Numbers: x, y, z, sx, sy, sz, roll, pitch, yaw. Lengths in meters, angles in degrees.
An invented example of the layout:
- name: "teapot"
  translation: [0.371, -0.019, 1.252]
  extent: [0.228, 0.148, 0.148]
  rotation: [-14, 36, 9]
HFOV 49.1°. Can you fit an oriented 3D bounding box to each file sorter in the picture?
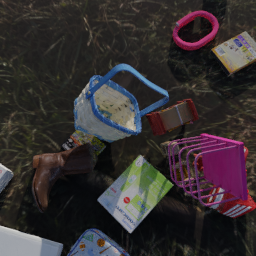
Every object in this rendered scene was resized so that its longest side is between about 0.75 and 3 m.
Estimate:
- name: "file sorter"
  translation: [2.365, 1.234, 8.899]
  extent: [1.507, 2.402, 1.669]
  rotation: [-9, 97, -11]

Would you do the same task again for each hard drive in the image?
- name: "hard drive"
  translation: [-3.777, 4.492, 9.348]
  extent: [2.852, 0.375, 1.881]
  rotation: [10, 71, 14]

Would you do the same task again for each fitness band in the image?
- name: "fitness band"
  translation: [3.079, -4.451, 12.739]
  extent: [2.190, 0.410, 1.573]
  rotation: [-36, 75, -11]

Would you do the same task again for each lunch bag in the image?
- name: "lunch bag"
  translation: [-1.023, 4.528, 9.385]
  extent: [2.137, 0.808, 1.713]
  rotation: [34, 77, 10]

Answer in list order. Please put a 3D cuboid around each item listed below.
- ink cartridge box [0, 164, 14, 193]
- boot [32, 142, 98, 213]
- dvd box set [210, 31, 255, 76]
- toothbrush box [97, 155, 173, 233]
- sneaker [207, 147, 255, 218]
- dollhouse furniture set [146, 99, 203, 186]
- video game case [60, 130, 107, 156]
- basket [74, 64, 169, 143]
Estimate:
- name: "ink cartridge box"
  translation: [-5.387, 1.711, 10.384]
  extent: [1.737, 0.760, 1.262]
  rotation: [31, 73, 9]
- name: "boot"
  translation: [-2.227, 1.763, 10.272]
  extent: [2.403, 0.772, 2.239]
  rotation: [-11, 71, 0]
- name: "dvd box set"
  translation: [4.836, -3.305, 12.398]
  extent: [1.946, 0.286, 1.424]
  rotation: [-30, 73, -10]
- name: "toothbrush box"
  translation: [0.267, 2.362, 10.054]
  extent: [1.608, 0.951, 2.209]
  rotation: [43, 77, 14]
- name: "sneaker"
  translation: [4.091, 2.052, 10.286]
  extent: [1.499, 1.017, 2.595]
  rotation: [30, 85, 1]
- name: "dollhouse furniture set"
  translation: [1.998, 0.514, 10.732]
  extent: [1.572, 1.188, 2.921]
  rotation: [-21, 92, -14]
- name: "video game case"
  translation: [-1.757, 0.705, 11.044]
  extent: [1.375, 0.175, 1.242]
  rotation: [40, 76, 13]
- name: "basket"
  translation: [-0.382, -0.868, 9.882]
  extent: [2.967, 2.616, 2.064]
  rotation: [-27, 54, 32]
